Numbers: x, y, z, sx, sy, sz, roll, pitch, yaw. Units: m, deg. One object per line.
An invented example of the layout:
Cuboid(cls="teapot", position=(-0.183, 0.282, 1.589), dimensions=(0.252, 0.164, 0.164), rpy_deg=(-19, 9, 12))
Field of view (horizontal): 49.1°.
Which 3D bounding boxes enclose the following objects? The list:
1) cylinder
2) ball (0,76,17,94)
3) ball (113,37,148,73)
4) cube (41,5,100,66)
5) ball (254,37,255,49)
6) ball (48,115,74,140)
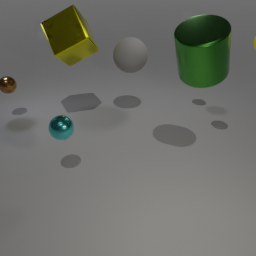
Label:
Cuboid(cls="cylinder", position=(2.003, -2.043, 7.521), dimensions=(1.400, 1.400, 1.400), rpy_deg=(-9, 49, 10))
Cuboid(cls="ball", position=(-4.893, -1.745, 11.372), dimensions=(0.700, 0.700, 0.700), rpy_deg=(0, 30, 0))
Cuboid(cls="ball", position=(0.099, -2.934, 11.311), dimensions=(1.400, 1.400, 1.400), rpy_deg=(0, 30, 0))
Cuboid(cls="cube", position=(-2.126, -3.402, 10.520), dimensions=(1.400, 1.400, 1.400), rpy_deg=(-25, -8, 9))
Cuboid(cls="ball", position=(4.031, -2.503, 8.132), dimensions=(0.700, 0.700, 0.700), rpy_deg=(0, 30, 0))
Cuboid(cls="ball", position=(-1.855, -0.010, 7.810), dimensions=(0.700, 0.700, 0.700), rpy_deg=(0, 30, 0))
